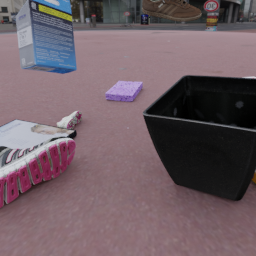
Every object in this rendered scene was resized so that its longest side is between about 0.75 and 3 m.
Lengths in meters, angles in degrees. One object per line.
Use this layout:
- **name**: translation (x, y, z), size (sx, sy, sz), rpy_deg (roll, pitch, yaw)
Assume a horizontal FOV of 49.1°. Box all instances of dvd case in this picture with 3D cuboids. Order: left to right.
- **dvd case**: translation (-3.455, 0.318, 9.594), size (2.788, 0.245, 1.989), rpy_deg (9, 26, 21)

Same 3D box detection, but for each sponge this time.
- **sponge**: translation (-0.147, -1.933, 14.404), size (1.362, 0.364, 2.441), rpy_deg (6, 25, 13)

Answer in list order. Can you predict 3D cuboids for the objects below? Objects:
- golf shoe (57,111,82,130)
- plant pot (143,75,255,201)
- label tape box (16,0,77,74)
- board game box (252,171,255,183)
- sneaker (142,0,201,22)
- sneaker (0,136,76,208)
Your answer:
- **golf shoe**: translation (-2.217, -0.326, 10.726), size (0.628, 0.517, 1.373), rpy_deg (4, 23, 15)
- **plant pot**: translation (2.171, 0.218, 6.993), size (2.558, 2.275, 2.564), rpy_deg (10, 36, 32)
- **label tape box**: translation (-2.605, -3.049, 8.991), size (0.795, 2.406, 1.724), rpy_deg (-6, 0, 35)
- **board game box**: translation (3.944, 1.295, 7.351), size (1.274, 0.400, 2.667), rpy_deg (-3, 22, -9)
- **sneaker**: translation (1.247, -3.533, 8.049), size (1.763, 0.666, 0.621), rpy_deg (12, 45, 13)
- **sneaker**: translation (-2.728, 0.879, 7.298), size (1.301, 1.098, 2.975), rpy_deg (25, 38, 32)
